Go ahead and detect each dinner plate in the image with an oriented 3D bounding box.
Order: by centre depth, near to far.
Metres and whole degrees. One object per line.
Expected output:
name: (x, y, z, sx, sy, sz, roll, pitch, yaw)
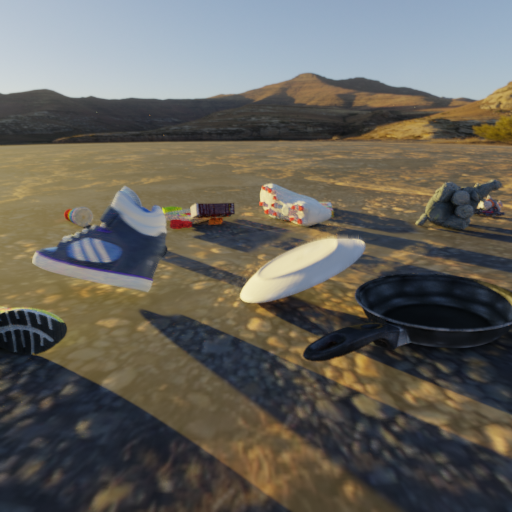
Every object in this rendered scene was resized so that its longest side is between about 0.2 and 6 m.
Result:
dinner plate: (0.702, 0.141, 9.070, 2.174, 0.264, 2.174, -22, 12, 5)

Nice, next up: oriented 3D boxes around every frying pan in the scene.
frying pan: (2.246, 0.910, 7.247, 2.271, 0.611, 3.754, 6, 18, 23)

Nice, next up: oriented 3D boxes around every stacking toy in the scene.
stacking toy: (-4.809, -1.051, 14.932, 0.523, 0.523, 1.224, -11, 11, -35)

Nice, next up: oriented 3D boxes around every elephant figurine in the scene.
elephant figurine: (5.352, -1.397, 14.731, 1.447, 1.320, 1.865, 25, 32, 27)

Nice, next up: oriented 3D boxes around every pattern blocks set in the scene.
pattern blocks set: (-1.785, -1.079, 15.343, 2.333, 0.189, 2.051, -12, 22, -41)

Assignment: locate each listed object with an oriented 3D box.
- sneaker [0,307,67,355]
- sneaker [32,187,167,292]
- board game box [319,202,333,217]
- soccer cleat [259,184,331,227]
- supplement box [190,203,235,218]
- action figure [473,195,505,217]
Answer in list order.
sneaker: (-3.193, 0.895, 7.303, 1.541, 0.602, 0.696, 0, 12, 3)
sneaker: (-2.537, -0.375, 9.333, 2.234, 1.636, 0.900, 11, -6, 18)
board game box: (1.866, -1.401, 16.642, 0.772, 0.242, 1.616, 2, 12, 4)
soccer cleat: (0.994, -1.355, 15.366, 0.997, 0.891, 2.570, -4, 22, -32)
supplement box: (-1.140, -1.187, 14.673, 1.042, 0.317, 0.567, -4, -3, -21)
action figure: (6.562, -1.466, 16.167, 1.170, 0.612, 1.132, 6, 7, 23)
